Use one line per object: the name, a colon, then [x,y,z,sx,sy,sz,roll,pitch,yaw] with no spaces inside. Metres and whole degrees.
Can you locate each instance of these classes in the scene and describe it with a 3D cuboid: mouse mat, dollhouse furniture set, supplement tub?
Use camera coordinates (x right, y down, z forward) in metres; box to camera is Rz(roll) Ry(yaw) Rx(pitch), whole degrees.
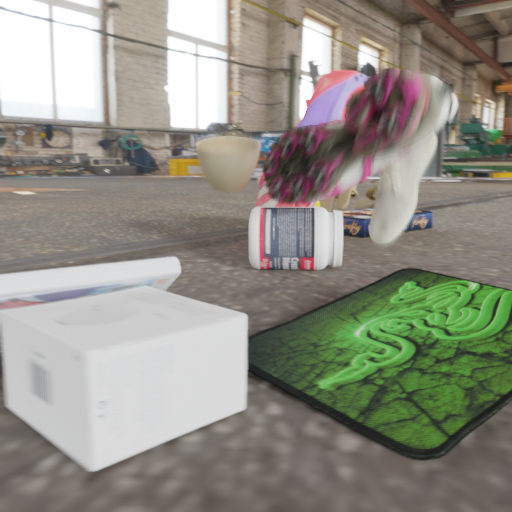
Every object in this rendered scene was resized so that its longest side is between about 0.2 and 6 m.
mouse mat: [1.278,0.631,4.512,2.519,0.095,2.027,-18,21,-35]
dollhouse furniture set: [2.519,-1.080,13.748,1.572,1.281,1.495,34,-32,-28]
supplement tub: [0.586,-0.262,8.335,1.344,0.943,0.943,1,10,5]

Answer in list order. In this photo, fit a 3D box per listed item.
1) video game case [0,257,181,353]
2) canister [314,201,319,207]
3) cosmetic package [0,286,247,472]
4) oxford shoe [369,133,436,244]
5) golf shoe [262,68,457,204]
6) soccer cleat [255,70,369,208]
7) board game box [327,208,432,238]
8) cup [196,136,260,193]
video game case: [-1.564,0.441,4.566,1.553,0.178,1.415,-6,-22,-33]
canister: [0.764,-1.414,11.811,1.268,0.739,1.707,30,37,-21]
cosmetic package: [-0.857,0.691,3.672,1.153,0.709,1.149,-10,14,-44]
oxford shoe: [2.120,-1.155,8.498,0.583,2.017,0.759,29,-11,-36]
golf shoe: [1.292,-1.394,7.457,1.328,1.047,2.885,-5,-12,-42]
soccer cleat: [1.049,-1.638,9.715,1.294,3.384,1.129,26,0,45]
board game box: [2.640,-0.802,12.845,2.425,0.420,1.643,-8,13,-39]
cup: [-0.486,-1.590,9.903,1.125,0.805,1.125,0,25,0]
